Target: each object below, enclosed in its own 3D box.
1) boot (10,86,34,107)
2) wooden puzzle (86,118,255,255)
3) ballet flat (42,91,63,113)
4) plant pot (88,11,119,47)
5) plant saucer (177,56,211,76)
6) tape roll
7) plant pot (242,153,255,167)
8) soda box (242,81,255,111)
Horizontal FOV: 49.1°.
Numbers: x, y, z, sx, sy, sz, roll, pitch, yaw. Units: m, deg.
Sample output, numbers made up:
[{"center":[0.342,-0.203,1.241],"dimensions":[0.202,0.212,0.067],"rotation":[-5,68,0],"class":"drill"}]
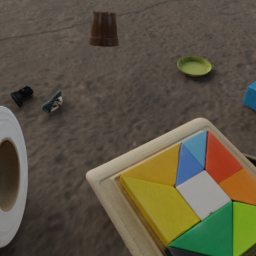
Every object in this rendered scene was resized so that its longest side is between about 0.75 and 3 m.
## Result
[{"center":[-3.670,-1.151,9.870],"dimensions":[0.722,0.328,0.859],"rotation":[-30,46,-22],"class":"boot"},{"center":[1.126,1.135,4.548],"dimensions":[2.728,0.549,2.949],"rotation":[-25,53,-22],"class":"wooden puzzle"},{"center":[-2.505,-0.866,9.606],"dimensions":[0.411,0.411,1.126],"rotation":[15,41,14],"class":"ballet flat"},{"center":[-0.875,-3.617,10.210],"dimensions":[1.152,1.141,1.152],"rotation":[2,24,-1],"class":"plant pot"},{"center":[2.647,-2.449,11.254],"dimensions":[1.354,0.210,1.354],"rotation":[0,44,0],"class":"plant saucer"},{"center":[-3.529,1.029,5.872],"dimensions":[2.021,2.943,2.943],"rotation":[-2,45,-3],"class":"tape roll"},{"center":[1.940,1.965,5.553],"dimensions":[2.339,2.030,2.339],"rotation":[0,47,1],"class":"plant pot"},{"center":[4.953,-0.708,9.139],"dimensions":[0.700,0.740,2.181],"rotation":[-33,53,-28],"class":"soda box"}]
